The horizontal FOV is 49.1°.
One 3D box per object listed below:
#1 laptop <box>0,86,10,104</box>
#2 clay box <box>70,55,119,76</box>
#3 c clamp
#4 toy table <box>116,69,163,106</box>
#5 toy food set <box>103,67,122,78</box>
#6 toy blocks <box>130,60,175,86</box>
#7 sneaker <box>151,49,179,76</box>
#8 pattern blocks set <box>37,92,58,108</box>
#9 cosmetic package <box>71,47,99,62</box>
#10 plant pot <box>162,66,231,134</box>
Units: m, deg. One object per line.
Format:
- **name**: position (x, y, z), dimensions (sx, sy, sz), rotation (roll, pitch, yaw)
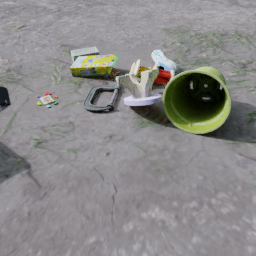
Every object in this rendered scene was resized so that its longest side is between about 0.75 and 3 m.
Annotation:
- **laptop**: position (-6.143, -1.201, 12.114), dimensions (1.653, 0.854, 1.465), rotation (-35, 46, 0)
- **clay box**: position (-1.567, -3.064, 13.707), dimensions (2.215, 0.527, 1.273), rotation (2, 40, 15)
- **c clamp**: position (-0.871, -1.390, 12.160), dimensions (1.949, 0.309, 2.281), rotation (11, 42, 12)
- **toy table**: position (0.510, -1.613, 11.117), dimensions (1.888, 1.203, 2.053), rotation (-20, 16, -36)
- **toy food set**: position (-1.078, -2.742, 13.806), dimensions (1.479, 0.233, 0.940), rotation (15, 45, 30)
- **toy blocks**: position (1.312, -2.278, 12.513), dimensions (2.264, 0.822, 1.887), rotation (15, 4, -10)
- **sneaker**: position (1.631, -3.190, 13.885), dimensions (0.902, 0.894, 2.488), rotation (-32, 37, 2)
- **pattern blocks set**: position (-3.499, -1.221, 12.134), dimensions (1.068, 0.087, 0.939), rotation (30, 49, 29)
- **cosmetic package**: position (-2.265, -3.859, 14.874), dimensions (1.400, 0.498, 0.736), rotation (-12, 42, -14)
- **plant pot**: position (2.829, -1.346, 10.823), dimensions (2.424, 2.424, 2.228), rotation (17, 33, 18)
